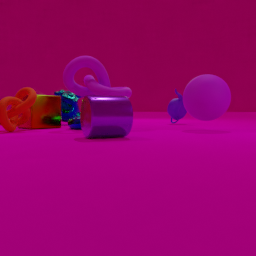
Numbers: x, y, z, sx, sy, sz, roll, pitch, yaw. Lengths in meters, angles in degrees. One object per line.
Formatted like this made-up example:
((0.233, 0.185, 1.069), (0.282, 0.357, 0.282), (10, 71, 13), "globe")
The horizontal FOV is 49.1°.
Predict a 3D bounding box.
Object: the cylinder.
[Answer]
((-0.441, -0.229, 5.605), (0.841, 0.841, 0.841), (-2, 4, -25), "cylinder")

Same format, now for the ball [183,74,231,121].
((2.142, -0.824, 7.655), (1.262, 1.262, 1.262), (0, 4, 0), "ball")

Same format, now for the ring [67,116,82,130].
((-1.003, -0.204, 8.454), (1.631, 0.326, 1.631), (-4, 7, 0), "ring")

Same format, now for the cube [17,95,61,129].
((-2.748, -0.495, 8.643), (0.995, 0.995, 0.995), (4, 5, 45), "cube")

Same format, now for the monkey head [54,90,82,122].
((-2.205, -0.866, 10.726), (1.979, 1.193, 1.424), (24, 32, 35), "monkey head")

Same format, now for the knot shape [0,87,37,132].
((-2.887, -0.528, 7.338), (0.625, 1.265, 1.352), (34, -11, -7), "knot shape")

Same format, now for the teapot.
((1.958, -0.845, 11.302), (0.715, 1.461, 0.908), (27, 31, 37), "teapot")

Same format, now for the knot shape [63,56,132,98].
((-0.978, -1.221, 7.970), (1.818, 0.897, 1.942), (40, -24, -25), "knot shape")
